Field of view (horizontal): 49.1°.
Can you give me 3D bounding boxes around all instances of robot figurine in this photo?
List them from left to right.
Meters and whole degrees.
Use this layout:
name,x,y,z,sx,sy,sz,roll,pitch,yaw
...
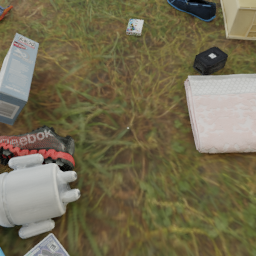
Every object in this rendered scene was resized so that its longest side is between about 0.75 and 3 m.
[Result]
name,x,y,z,sx,sy,sz,roll,pitch,yaw
robot figurine,-2.087,1.439,6.031,2.033,1.148,1.724,-10,78,-7

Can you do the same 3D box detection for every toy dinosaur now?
name,x,y,z,sx,sy,sz,roll,pitch,yaw
toy dinosaur,-4.986,-4.425,10.998,1.211,0.700,1.334,-29,92,-31

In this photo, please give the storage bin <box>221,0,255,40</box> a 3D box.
name,x,y,z,sx,sy,sz,roll,pitch,yaw
storage bin,5.060,-4.563,10.505,2.604,1.229,2.623,6,53,3

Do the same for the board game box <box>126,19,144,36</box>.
name,x,y,z,sx,sy,sz,roll,pitch,yaw
board game box,0.267,-3.821,10.604,0.537,0.147,0.851,8,54,6

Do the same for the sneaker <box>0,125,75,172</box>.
name,x,y,z,sx,sy,sz,roll,pitch,yaw
sneaker,-2.361,0.450,6.992,2.280,0.806,1.114,8,54,3

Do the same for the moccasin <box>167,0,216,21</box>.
name,x,y,z,sx,sy,sz,roll,pitch,yaw
moccasin,2.594,-5.065,11.152,2.223,0.758,0.895,32,60,22

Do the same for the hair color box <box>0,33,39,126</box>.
name,x,y,z,sx,sy,sz,roll,pitch,yaw
hair color box,-3.137,-1.380,7.752,0.713,1.164,2.350,21,46,-30

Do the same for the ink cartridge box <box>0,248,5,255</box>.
name,x,y,z,sx,sy,sz,roll,pitch,yaw
ink cartridge box,-3.468,1.948,4.713,1.586,2.467,1.545,-34,52,-23

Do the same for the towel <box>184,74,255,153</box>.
name,x,y,z,sx,sy,sz,roll,pitch,yaw
towel,3.191,-0.514,7.935,2.883,0.465,2.753,-1,53,0

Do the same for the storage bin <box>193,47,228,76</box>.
name,x,y,z,sx,sy,sz,roll,pitch,yaw
storage bin,2.705,-2.193,9.198,0.967,0.453,0.653,-29,58,-19

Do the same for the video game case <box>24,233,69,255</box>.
name,x,y,z,sx,sy,sz,roll,pitch,yaw
video game case,-1.721,3.218,5.289,1.788,0.205,1.629,-37,62,-24
